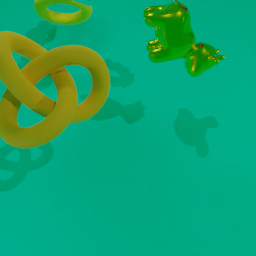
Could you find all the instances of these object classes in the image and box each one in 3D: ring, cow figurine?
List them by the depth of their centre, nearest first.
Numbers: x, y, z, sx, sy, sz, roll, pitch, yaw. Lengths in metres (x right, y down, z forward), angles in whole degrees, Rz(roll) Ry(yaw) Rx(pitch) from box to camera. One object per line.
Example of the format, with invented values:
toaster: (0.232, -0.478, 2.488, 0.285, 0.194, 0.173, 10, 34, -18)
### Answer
cow figurine: (1.028, -1.591, 5.043, 1.400, 1.422, 0.781, -7, 39, 3)
ring: (-1.547, -2.861, 6.741, 1.360, 1.360, 0.272, -2, 87, -1)

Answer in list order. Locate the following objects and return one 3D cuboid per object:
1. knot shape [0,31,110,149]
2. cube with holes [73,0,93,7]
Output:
knot shape: (-0.987, -0.568, 3.821, 1.562, 0.771, 1.669, -6, 76, -23)
cube with holes: (-1.031, -2.813, 4.799, 0.914, 0.914, 0.914, 35, 112, 12)
